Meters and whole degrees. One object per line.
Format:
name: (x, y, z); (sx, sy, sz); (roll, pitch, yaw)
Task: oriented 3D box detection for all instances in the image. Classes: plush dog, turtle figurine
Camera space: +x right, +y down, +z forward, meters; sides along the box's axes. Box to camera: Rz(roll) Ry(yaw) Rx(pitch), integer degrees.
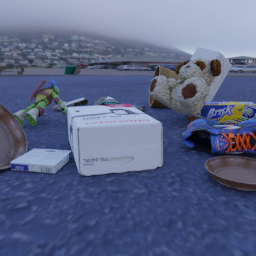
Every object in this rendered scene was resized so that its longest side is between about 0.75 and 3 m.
plush dog: (2.735, -1.818, 11.700); (2.359, 2.525, 2.940); (37, -10, -34)
turtle figurine: (-3.554, -0.643, 12.094); (1.736, 2.413, 2.339); (27, 41, 12)

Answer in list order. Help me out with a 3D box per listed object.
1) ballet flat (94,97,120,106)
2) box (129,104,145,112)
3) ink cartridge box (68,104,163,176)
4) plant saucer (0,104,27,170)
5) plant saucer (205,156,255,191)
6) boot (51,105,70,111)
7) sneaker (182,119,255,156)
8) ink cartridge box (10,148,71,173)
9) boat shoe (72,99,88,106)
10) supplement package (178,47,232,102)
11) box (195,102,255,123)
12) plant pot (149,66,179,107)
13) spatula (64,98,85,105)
ballet flat: (-1.149, -1.385, 14.866); (1.824, 0.581, 0.615); (-7, -23, 42)
box: (0.113, -0.955, 14.452); (1.118, 0.362, 1.418); (8, 16, 26)
ink cartridge box: (-0.526, 0.158, 7.970); (2.133, 1.225, 2.938); (-4, 14, -16)
plant saucer: (-3.892, 0.042, 7.152); (0.439, 2.738, 2.738); (-43, 1, 18)
plant saucer: (2.587, 1.037, 6.345); (1.658, 0.303, 1.658); (-1, 13, 0)
boot: (-3.513, -1.040, 14.924); (0.918, 0.322, 0.671); (-10, 18, -39)
sneaker: (2.825, 0.378, 7.925); (2.888, 1.088, 1.132); (0, 17, 40)
ink cartridge box: (-2.202, 0.835, 7.296); (1.164, 0.257, 1.186); (2, 12, 10)
boat shoe: (-2.939, -1.566, 17.096); (1.022, 0.366, 0.389); (-11, 6, -37)
supplement package: (3.555, -2.411, 13.376); (1.394, 2.377, 1.389); (25, 7, -41)
box: (4.315, -0.711, 12.446); (2.608, 0.838, 0.914); (0, 13, 2)
plant pot: (2.717, -2.162, 16.205); (2.536, 2.363, 2.363); (12, 13, -6)
spatula: (-3.375, -1.505, 16.413); (1.720, 0.138, 1.196); (-19, 13, -7)
